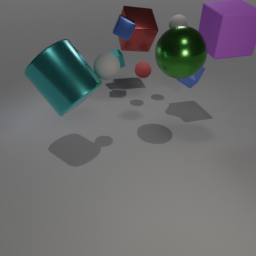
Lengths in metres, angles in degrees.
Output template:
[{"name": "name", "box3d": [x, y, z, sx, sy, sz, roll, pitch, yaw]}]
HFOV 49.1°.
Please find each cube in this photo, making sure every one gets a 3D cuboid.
[{"name": "cube", "box3d": [2.396, -2.077, 10.762, 0.700, 0.700, 0.700, 32, 74, -4]}, {"name": "cube", "box3d": [0.394, -4.522, 12.884, 1.400, 1.400, 1.400, -2, 63, -19]}, {"name": "cube", "box3d": [-0.628, -3.402, 13.980, 0.700, 0.700, 0.700, -21, 40, -8]}, {"name": "cube", "box3d": [3.253, -3.225, 9.117, 1.400, 1.400, 1.400, -8, 40, -11]}, {"name": "cube", "box3d": [-0.158, -4.012, 11.174, 0.700, 0.700, 0.700, 22, 26, -15]}]

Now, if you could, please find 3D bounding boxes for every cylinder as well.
[{"name": "cylinder", "box3d": [-1.603, -1.246, 7.083, 1.400, 1.400, 1.400, -38, 8, 6]}]

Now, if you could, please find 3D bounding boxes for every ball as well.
[{"name": "ball", "box3d": [1.898, -3.910, 10.575, 0.700, 0.700, 0.700, 0, 30, 0]}, {"name": "ball", "box3d": [1.436, -2.045, 7.626, 1.400, 1.400, 1.400, 0, 30, 0]}, {"name": "ball", "box3d": [0.632, -2.438, 11.760, 0.700, 0.700, 0.700, 0, 30, 0]}, {"name": "ball", "box3d": [-0.559, -1.613, 7.357, 0.700, 0.700, 0.700, 0, 30, 0]}]
